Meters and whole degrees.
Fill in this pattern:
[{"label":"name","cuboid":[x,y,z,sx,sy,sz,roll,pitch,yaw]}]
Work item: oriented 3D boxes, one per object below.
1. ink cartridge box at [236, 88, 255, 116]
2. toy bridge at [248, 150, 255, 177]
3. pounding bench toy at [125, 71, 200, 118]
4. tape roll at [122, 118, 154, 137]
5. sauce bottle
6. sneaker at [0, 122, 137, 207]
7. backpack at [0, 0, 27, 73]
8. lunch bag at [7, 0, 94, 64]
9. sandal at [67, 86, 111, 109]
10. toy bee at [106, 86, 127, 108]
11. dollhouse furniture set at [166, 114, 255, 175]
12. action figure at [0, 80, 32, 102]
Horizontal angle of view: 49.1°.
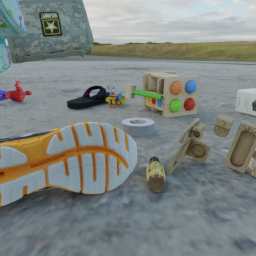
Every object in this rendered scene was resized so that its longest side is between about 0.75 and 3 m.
[{"label":"ink cartridge box","cuboid":[4.912,-0.820,9.443,1.415,0.815,1.939,-9,19,-29]},{"label":"toy bridge","cuboid":[2.752,0.565,5.725,0.619,0.251,1.842,10,19,32]},{"label":"pounding bench toy","cuboid":[1.166,-1.164,9.690,2.172,1.349,1.694,-8,19,-25]},{"label":"tape roll","cuboid":[0.275,-0.034,7.694,0.903,0.298,0.903,1,16,0]},{"label":"sauce bottle","cuboid":[0.473,0.771,4.915,0.326,0.326,0.989,0,16,1]},{"label":"sneaker","cuboid":[-1.243,0.492,4.566,2.953,1.156,1.140,-3,3,-24]},{"label":"backpack","cuboid":[-2.942,-2.116,4.735,1.990,2.643,2.346,-14,-13,-2]},{"label":"lunch bag","cuboid":[-2.264,-2.923,7.511,2.131,1.528,2.599,-13,65,-21]},{"label":"sandal","cuboid":[-1.390,-1.342,11.497,1.048,0.667,2.788,8,18,25]},{"label":"toy bee","cuboid":[-0.569,-1.109,10.986,0.857,0.712,1.310,6,-9,44]},{"label":"dollhouse furniture set","cuboid":[1.556,0.416,5.037,1.217,1.157,0.991,24,30,23]},{"label":"action figure","cuboid":[-5.258,-1.479,11.748,2.296,0.749,1.136,-7,30,-22]}]
